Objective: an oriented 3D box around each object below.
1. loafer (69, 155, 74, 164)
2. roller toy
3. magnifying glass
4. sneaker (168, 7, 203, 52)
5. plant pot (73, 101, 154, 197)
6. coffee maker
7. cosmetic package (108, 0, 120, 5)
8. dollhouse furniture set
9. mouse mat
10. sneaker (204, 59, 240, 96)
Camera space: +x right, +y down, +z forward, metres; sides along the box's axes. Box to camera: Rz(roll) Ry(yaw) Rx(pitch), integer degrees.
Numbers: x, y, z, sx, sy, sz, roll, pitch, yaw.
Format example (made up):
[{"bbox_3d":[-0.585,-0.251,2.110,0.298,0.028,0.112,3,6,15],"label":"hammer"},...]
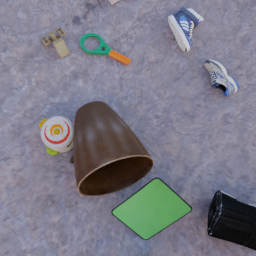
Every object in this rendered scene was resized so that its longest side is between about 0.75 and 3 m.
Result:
[{"bbox_3d":[-1.862,1.071,10.784,0.911,0.333,0.323,-42,77,-10],"label":"loafer"},{"bbox_3d":[-2.623,0.222,10.690,1.277,0.978,1.400,-16,75,-4],"label":"roller toy"},{"bbox_3d":[-0.982,-3.359,12.110,2.384,0.267,0.949,28,76,9],"label":"magnifying glass"},{"bbox_3d":[2.710,-4.328,12.073,1.422,0.783,1.942,-21,70,-2],"label":"sneaker"},{"bbox_3d":[-0.879,0.529,9.983,2.671,2.671,2.857,-22,61,-6],"label":"plant pot"},{"bbox_3d":[3.927,3.182,9.215,2.316,2.225,1.560,15,94,8],"label":"coffee maker"},{"bbox_3d":[-0.049,-6.676,12.840,2.345,0.594,0.968,-32,77,-9],"label":"cosmetic package"},{"bbox_3d":[-3.050,-3.661,12.082,0.987,0.748,1.127,-32,55,-9],"label":"dollhouse furniture set"},{"bbox_3d":[0.787,2.808,9.518,1.830,0.086,2.275,43,113,-14],"label":"mouse mat"},{"bbox_3d":[3.706,-2.053,11.507,0.771,0.698,1.811,-39,77,-6],"label":"sneaker"}]
